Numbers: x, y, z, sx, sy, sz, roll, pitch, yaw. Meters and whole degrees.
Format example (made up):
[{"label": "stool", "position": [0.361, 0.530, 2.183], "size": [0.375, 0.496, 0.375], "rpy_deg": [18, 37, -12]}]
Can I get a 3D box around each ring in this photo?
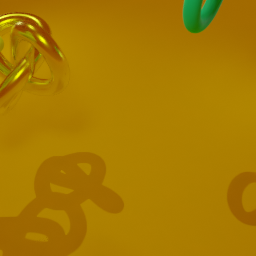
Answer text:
[{"label": "ring", "position": [1.284, -2.203, 4.465], "size": [0.274, 1.372, 1.372], "rpy_deg": [28, 49, 22]}]

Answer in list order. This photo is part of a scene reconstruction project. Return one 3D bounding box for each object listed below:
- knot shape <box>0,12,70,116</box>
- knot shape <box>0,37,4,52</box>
[{"label": "knot shape", "position": [-1.865, -1.224, 5.159], "size": [1.953, 2.087, 0.964], "rpy_deg": [6, 0, 37]}, {"label": "knot shape", "position": [-2.799, -1.246, 4.064], "size": [1.851, 1.978, 0.914], "rpy_deg": [-10, 68, -33]}]
